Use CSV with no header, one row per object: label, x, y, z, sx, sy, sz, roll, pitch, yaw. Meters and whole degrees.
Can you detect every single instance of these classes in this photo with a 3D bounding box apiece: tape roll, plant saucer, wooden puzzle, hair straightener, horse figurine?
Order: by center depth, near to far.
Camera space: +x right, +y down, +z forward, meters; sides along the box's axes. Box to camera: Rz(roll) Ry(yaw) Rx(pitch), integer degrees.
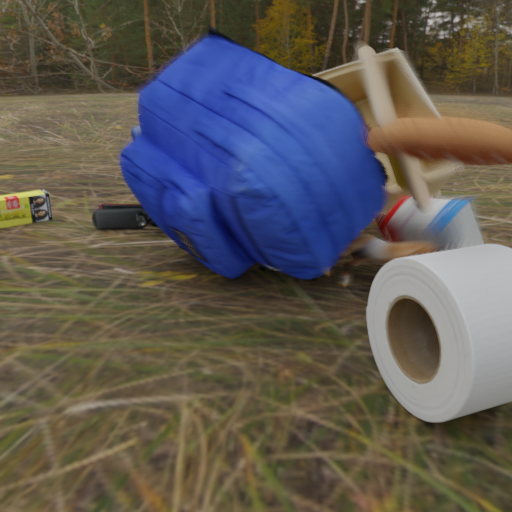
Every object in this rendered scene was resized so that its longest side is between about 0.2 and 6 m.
tape roll,2.180,0.802,6.095,1.209,1.761,1.761,-9,22,-22
plant saucer,2.094,-1.276,6.230,1.706,0.275,1.706,8,4,-1
wooden puzzle,2.120,-1.934,8.789,0.392,2.107,1.950,-20,50,21
horse figurine,1.938,0.071,9.367,1.879,0.469,1.245,14,56,39
hair straightener,-2.237,-0.710,12.067,2.680,0.548,1.031,6,22,3

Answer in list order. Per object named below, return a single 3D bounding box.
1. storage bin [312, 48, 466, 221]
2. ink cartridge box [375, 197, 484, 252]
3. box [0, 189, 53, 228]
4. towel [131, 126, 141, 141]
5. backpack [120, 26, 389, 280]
storage bin,2.207,-2.405,11.973,3.052,3.075,1.441,-20,-19,-10
ink cartridge box,2.999,-0.480,9.889,0.572,0.988,1.701,-44,31,-22
box,-5.509,-1.008,12.457,1.781,0.670,0.446,-13,24,-33
towel,-1.766,-2.586,13.288,2.271,1.668,0.270,-26,41,-25
backpack,0.000,-1.298,9.515,3.992,3.243,3.349,32,78,39
